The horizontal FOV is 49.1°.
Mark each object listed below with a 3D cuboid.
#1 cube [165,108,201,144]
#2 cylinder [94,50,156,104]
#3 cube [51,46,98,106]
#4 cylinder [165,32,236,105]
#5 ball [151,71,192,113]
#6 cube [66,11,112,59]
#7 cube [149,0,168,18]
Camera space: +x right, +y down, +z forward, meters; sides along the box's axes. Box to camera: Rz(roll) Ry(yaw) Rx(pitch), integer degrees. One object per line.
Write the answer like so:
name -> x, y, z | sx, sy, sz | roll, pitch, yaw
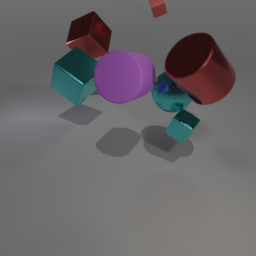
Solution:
cube -> 1.725, -0.057, 8.828 | 0.700, 0.700, 0.700 | 36, 42, 13
cylinder -> -0.051, -1.470, 7.999 | 1.400, 1.400, 1.400 | 11, 16, 18
cube -> -1.992, -2.018, 11.005 | 1.400, 1.400, 1.400 | 37, 55, 3
cylinder -> 1.917, -1.538, 7.432 | 1.400, 1.400, 1.400 | 34, 5, -40
ball -> 1.462, -1.205, 9.190 | 1.400, 1.400, 1.400 | 0, 30, 0
cube -> -1.764, -4.154, 12.840 | 1.400, 1.400, 1.400 | -10, 61, 32
cube -> 1.492, -6.064, 13.928 | 0.700, 0.700, 0.700 | -17, 60, 13
